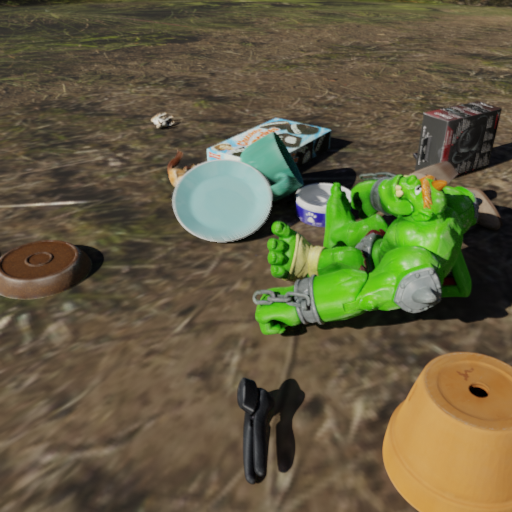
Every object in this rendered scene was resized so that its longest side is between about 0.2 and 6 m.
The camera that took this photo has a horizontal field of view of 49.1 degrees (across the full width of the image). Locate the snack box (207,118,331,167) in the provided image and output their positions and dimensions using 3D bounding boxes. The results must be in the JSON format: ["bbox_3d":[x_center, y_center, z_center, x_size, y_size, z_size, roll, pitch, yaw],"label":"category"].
[{"bbox_3d":[0.411,-2.907,15.167,1.890,0.604,3.253,20,37,29],"label":"snack box"}]

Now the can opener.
[{"bbox_3d":[-0.034,2.186,6.992,0.546,0.440,1.390,21,37,-18],"label":"can opener"}]

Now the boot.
[{"bbox_3d":[3.932,-0.953,11.698,1.519,0.730,2.077,-40,82,-15],"label":"boot"}]

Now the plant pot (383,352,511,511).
[{"bbox_3d":[2.443,1.990,6.453,1.813,1.269,1.813,0,32,0],"label":"plant pot"}]

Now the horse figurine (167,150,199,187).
[{"bbox_3d":[-1.578,-1.777,13.223,1.085,0.409,1.637,-29,67,-37],"label":"horse figurine"}]

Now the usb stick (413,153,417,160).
[{"bbox_3d":[4.436,-2.564,15.057,0.240,0.141,0.865,4,31,-6],"label":"usb stick"}]

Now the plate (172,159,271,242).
[{"bbox_3d":[-0.709,-1.143,11.752,2.064,0.264,2.064,0,61,1],"label":"plate"}]

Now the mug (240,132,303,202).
[{"bbox_3d":[0.243,-1.930,12.613,1.072,1.424,1.733,-28,-1,16],"label":"mug"}]

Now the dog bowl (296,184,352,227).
[{"bbox_3d":[1.496,-1.127,12.337,1.254,0.494,1.254,0,31,0],"label":"dog bowl"}]

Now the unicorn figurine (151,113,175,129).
[{"bbox_3d":[-2.962,-4.232,17.650,0.721,0.388,1.049,-32,28,-27],"label":"unicorn figurine"}]

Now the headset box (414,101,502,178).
[{"bbox_3d":[4.993,-2.860,14.113,2.185,1.626,0.844,-18,35,-25],"label":"headset box"}]

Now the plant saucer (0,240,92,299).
[{"bbox_3d":[-4.003,0.168,10.397,1.812,0.312,1.812,1,31,0],"label":"plant saucer"}]

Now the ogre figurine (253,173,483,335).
[{"bbox_3d":[2.120,-0.231,9.467,2.725,2.230,4.545,0,11,35],"label":"ogre figurine"}]
